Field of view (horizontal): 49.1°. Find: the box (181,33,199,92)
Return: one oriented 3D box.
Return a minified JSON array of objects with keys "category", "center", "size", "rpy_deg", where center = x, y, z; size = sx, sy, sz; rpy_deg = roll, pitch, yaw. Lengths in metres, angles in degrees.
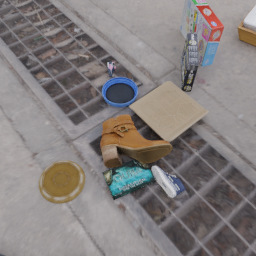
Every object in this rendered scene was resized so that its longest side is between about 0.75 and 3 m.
[{"category":"box","center":[2.342,-2.517,10.762],"size":[0.434,1.424,1.767],"rpy_deg":[4,56,4]}]

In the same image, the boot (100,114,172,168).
[{"category":"boot","center":[0.194,0.307,9.215],"size":[2.271,0.871,1.763],"rpy_deg":[-15,48,9]}]

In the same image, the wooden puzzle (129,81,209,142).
[{"category":"wooden puzzle","center":[1.438,-0.592,10.076],"size":[1.997,0.499,2.157],"rpy_deg":[-34,58,-21]}]

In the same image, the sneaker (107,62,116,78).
[{"category":"sneaker","center":[-0.650,-2.388,11.357],"size":[0.332,0.284,0.809],"rpy_deg":[-8,58,-1]}]

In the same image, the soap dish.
[{"category":"soap dish","center":[6.247,-4.240,12.149],"size":[2.504,1.017,1.970],"rpy_deg":[31,62,18]}]

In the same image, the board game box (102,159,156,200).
[{"category":"board game box","center":[0.019,1.535,8.798],"size":[1.426,0.201,0.965],"rpy_deg":[-20,59,-13]}]

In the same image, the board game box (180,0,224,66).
[{"category":"board game box","center":[2.933,-4.098,11.534],"size":[0.502,1.906,2.491],"rpy_deg":[-14,58,-8]}]

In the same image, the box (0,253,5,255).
[{"category":"box","center":[-3.874,4.142,6.744],"size":[2.977,0.719,2.357],"rpy_deg":[17,58,11]}]

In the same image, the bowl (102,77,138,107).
[{"category":"bowl","center":[-0.302,-1.361,10.686],"size":[1.359,0.267,1.359],"rpy_deg":[0,57,0]}]

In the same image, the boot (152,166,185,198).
[{"category":"boot","center":[1.239,1.593,8.699],"size":[0.523,0.421,1.157],"rpy_deg":[-18,58,-30]}]

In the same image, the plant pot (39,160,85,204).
[{"category":"plant pot","center":[-2.069,1.623,8.745],"size":[1.461,0.201,1.461],"rpy_deg":[0,56,-1]}]
